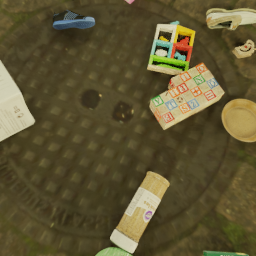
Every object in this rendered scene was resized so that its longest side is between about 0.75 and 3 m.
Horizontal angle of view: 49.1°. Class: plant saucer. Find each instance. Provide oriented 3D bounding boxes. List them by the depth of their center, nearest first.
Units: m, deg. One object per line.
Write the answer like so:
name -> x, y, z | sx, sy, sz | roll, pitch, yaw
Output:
plant saucer -> 3.895, -0.228, 9.461 | 1.574, 0.279, 1.574 | 1, 68, -3

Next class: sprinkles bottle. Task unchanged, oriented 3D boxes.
sprinkles bottle -> 0.376, 2.464, 8.372 | 0.791, 0.791, 2.318 | 29, 74, 9

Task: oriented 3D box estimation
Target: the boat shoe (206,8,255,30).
boat shoe -> 3.939, -4.044, 10.580 | 1.936, 0.724, 0.662 | 3, 79, 7

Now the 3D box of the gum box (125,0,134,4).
gum box -> -0.415, -6.593, 11.197 | 2.958, 0.978, 1.679 | 42, 78, 12

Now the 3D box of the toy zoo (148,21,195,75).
toy zoo -> 1.661, -3.057, 10.458 | 1.462, 0.228, 2.228 | 13, 73, 4

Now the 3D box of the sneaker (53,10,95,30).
sneaker -> -2.070, -4.174, 10.644 | 1.621, 0.568, 0.631 | -2, 80, 1

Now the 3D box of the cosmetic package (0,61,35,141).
cosmetic package -> -4.587, -1.035, 8.693 | 2.085, 2.098, 2.507 | -31, 74, -18

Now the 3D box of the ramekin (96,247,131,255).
ramekin -> -0.422, 4.080, 7.627 | 1.561, 0.763, 1.561 | 1, 94, 10

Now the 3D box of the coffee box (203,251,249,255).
coffee box -> 2.783, 4.581, 7.868 | 1.253, 0.448, 2.037 | 2, 73, 0

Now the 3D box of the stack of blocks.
stack of blocks -> 1.897, -1.089, 9.585 | 2.282, 0.668, 1.314 | -28, 74, -8

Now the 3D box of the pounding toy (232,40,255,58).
pounding toy -> 4.387, -2.970, 10.266 | 0.949, 0.544, 0.542 | -12, 77, -4
